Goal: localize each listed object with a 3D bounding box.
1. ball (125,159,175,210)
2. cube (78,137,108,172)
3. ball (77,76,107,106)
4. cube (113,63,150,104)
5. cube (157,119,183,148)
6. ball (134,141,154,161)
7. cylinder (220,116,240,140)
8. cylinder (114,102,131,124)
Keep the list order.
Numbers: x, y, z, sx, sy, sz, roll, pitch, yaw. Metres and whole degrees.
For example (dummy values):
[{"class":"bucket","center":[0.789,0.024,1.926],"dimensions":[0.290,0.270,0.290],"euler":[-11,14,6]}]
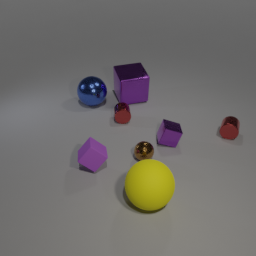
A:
[{"class":"ball","center":[0.606,1.579,7.834],"dimensions":[1.400,1.400,1.400],"euler":[0,32,0]},{"class":"cube","center":[-1.165,0.863,9.184],"dimensions":[0.700,0.700,0.700],"euler":[35,16,-23]},{"class":"ball","center":[-1.683,-1.726,13.131],"dimensions":[1.400,1.400,1.400],"euler":[0,32,0]},{"class":"cube","center":[0.138,-2.132,13.490],"dimensions":[1.400,1.400,1.400],"euler":[-10,44,-12]},{"class":"cube","center":[1.557,0.199,10.531],"dimensions":[0.700,0.700,0.700],"euler":[15,31,-10]},{"class":"ball","center":[0.557,0.803,9.709],"dimensions":[0.700,0.700,0.700],"euler":[0,32,0]},{"class":"cylinder","center":[4.010,-0.007,11.017],"dimensions":[0.700,0.700,0.700],"euler":[13,34,19]},{"class":"cylinder","center":[-0.241,-0.643,12.033],"dimensions":[0.700,0.700,0.700],"euler":[-3,32,-4]}]
